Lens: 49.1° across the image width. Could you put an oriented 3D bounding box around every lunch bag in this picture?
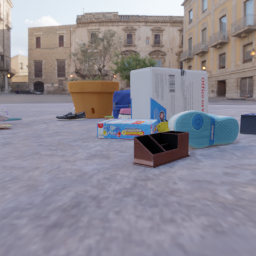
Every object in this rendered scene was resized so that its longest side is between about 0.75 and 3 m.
[{"bbox_3d":[0.211,-1.096,13.470,2.219,1.507,1.468,6,9,43],"label":"lunch bag"}]

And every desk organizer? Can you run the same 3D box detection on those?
[{"bbox_3d":[0.646,0.353,5.167,0.452,0.485,1.261,5,8,40],"label":"desk organizer"}]

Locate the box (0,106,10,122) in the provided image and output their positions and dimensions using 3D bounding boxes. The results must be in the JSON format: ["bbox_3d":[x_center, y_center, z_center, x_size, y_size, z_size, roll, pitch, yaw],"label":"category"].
[{"bbox_3d":[-5.389,-0.649,10.785,0.524,0.562,2.710,-22,-4,-2],"label":"box"}]

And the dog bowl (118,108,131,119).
[{"bbox_3d":[0.455,-0.462,11.606,1.847,0.681,1.847,-1,7,0],"label":"dog bowl"}]

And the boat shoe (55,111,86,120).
[{"bbox_3d":[-2.839,-0.614,13.872,1.497,0.470,0.544,-2,7,-15],"label":"boat shoe"}]

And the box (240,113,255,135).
[{"bbox_3d":[4.218,-0.139,8.991,0.871,0.614,1.177,6,8,38],"label":"box"}]

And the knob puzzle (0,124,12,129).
[{"bbox_3d":[-4.699,-0.035,10.260,0.900,0.125,0.900,0,7,0],"label":"knob puzzle"}]

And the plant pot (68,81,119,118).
[{"bbox_3d":[-1.922,-1.594,15.765,2.853,1.997,2.853,1,6,0],"label":"plant pot"}]

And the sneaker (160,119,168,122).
[{"bbox_3d":[1.262,0.003,9.098,0.308,0.340,0.798,-7,24,-1],"label":"sneaker"}]

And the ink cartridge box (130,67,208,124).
[{"bbox_3d":[1.608,-1.086,10.539,2.928,2.138,1.235,-4,5,-36],"label":"ink cartridge box"}]

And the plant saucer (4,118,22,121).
[{"bbox_3d":[-5.859,-0.415,13.771,0.423,0.115,1.209,5,7,34],"label":"plant saucer"}]

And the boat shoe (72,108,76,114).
[{"bbox_3d":[-3.078,-1.044,17.412,0.527,0.558,1.555,3,5,22],"label":"boat shoe"}]

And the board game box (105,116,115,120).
[{"bbox_3d":[-0.544,-0.546,14.569,1.369,0.205,0.654,-3,6,-44],"label":"board game box"}]

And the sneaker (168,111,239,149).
[{"bbox_3d":[1.544,-0.017,6.990,2.186,0.869,1.427,7,3,-35],"label":"sneaker"}]

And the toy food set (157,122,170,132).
[{"bbox_3d":[1.390,0.097,8.436,1.080,0.353,0.636,-2,31,-4],"label":"toy food set"}]

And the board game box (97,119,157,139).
[{"bbox_3d":[0.030,0.010,8.444,1.538,0.439,1.571,2,7,13],"label":"board game box"}]
